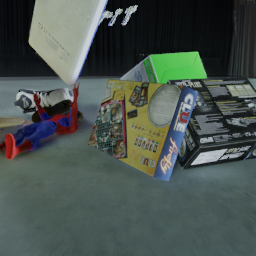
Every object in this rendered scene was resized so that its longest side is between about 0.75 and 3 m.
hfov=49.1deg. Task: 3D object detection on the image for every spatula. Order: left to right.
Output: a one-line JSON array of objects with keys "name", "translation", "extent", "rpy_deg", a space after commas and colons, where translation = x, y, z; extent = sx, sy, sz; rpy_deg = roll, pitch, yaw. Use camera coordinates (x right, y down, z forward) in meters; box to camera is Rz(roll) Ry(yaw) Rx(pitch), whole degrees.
[{"name": "spatula", "translation": [-0.376, -3.077, 7.806], "extent": [1.106, 0.128, 1.590], "rpy_deg": [-1, 39, 13]}]

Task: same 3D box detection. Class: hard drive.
[{"name": "hard drive", "translation": [-1.381, -2.332, 6.026], "extent": [1.623, 2.460, 0.312], "rpy_deg": [46, 47, 11]}]

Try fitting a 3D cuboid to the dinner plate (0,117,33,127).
[{"name": "dinner plate", "translation": [-3.423, -0.026, 7.245], "extent": [2.248, 0.272, 2.248], "rpy_deg": [0, 14, 0]}]

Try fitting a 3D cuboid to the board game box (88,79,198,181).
[{"name": "board game box", "translation": [0.115, -0.097, 4.838], "extent": [0.356, 1.395, 2.060], "rpy_deg": [19, 0, -36]}]

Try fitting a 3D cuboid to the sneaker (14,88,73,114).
[{"name": "sneaker", "translation": [-3.009, -0.891, 9.570], "extent": [1.498, 0.919, 2.301], "rpy_deg": [-14, 18, -43]}]

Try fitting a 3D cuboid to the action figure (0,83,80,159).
[{"name": "action figure", "translation": [-1.888, -0.327, 6.255], "extent": [0.900, 1.366, 2.759], "rpy_deg": [5, 11, 19]}]

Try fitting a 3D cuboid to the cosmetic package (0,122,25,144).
[{"name": "cosmetic package", "translation": [-2.689, 0.150, 6.015], "extent": [0.843, 0.429, 0.312], "rpy_deg": [-12, 18, -39]}]

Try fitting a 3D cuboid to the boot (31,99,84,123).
[{"name": "boot", "translation": [-1.921, -0.303, 7.819], "extent": [1.250, 0.451, 0.944], "rpy_deg": [-20, -22, 8]}]

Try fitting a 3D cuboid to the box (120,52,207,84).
[{"name": "box", "translation": [1.501, -2.119, 12.171], "extent": [2.738, 1.324, 2.416], "rpy_deg": [-14, -6, -32]}]

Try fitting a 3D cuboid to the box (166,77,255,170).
[{"name": "box", "translation": [1.549, -0.142, 4.910], "extent": [1.702, 0.733, 1.394], "rpy_deg": [-6, 57, -20]}]
